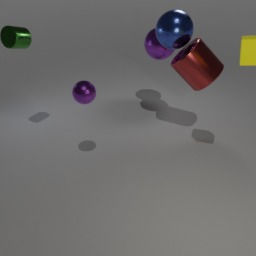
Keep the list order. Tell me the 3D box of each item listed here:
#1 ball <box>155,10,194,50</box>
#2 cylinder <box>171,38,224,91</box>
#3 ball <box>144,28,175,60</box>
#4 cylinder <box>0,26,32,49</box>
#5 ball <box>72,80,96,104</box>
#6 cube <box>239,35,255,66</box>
[{"bbox_3d":[1.717,-3.629,10.374,1.400,1.400,1.400,0,30,0],"label":"ball"},{"bbox_3d":[2.540,-2.327,10.338,1.400,1.400,1.400,43,29,-13],"label":"cylinder"},{"bbox_3d":[1.413,-3.704,12.289,1.400,1.400,1.400,0,30,0],"label":"ball"},{"bbox_3d":[-3.664,-2.960,9.179,0.700,0.700,0.700,13,19,21],"label":"cylinder"},{"bbox_3d":[-1.282,-1.042,8.206,0.700,0.700,0.700,0,30,0],"label":"ball"},{"bbox_3d":[3.476,-2.144,7.717,0.700,0.700,0.700,4,27,21],"label":"cube"}]
